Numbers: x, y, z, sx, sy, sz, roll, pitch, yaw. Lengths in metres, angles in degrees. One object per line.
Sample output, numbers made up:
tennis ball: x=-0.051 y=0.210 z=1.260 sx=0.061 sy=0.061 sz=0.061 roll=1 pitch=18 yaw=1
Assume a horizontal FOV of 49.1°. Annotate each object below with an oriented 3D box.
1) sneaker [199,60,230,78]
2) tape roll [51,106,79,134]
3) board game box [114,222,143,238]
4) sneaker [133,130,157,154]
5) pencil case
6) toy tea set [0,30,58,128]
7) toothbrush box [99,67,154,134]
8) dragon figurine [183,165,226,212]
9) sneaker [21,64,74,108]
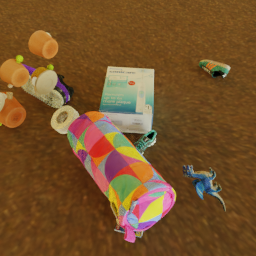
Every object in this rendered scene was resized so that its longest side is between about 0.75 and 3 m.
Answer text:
sneaker: x=2.798 y=-1.959 z=9.350 sx=1.143 sy=0.408 sz=0.457 roll=27 pitch=89 yaw=45
tape roll: x=-1.714 y=-0.229 z=7.620 sx=0.764 sy=0.267 sz=0.764 roll=-15 pitch=56 yaw=22
board game box: x=0.009 y=1.865 z=5.889 sx=0.756 sy=0.233 sz=0.756 roll=11 pitch=49 yaw=14
sneaker: x=0.364 y=0.383 z=7.080 sx=0.399 sy=0.470 sz=1.029 roll=39 pitch=58 yaw=12
pencil case: x=-0.286 y=0.829 z=6.004 sx=1.298 sy=1.298 sz=2.938 roll=-22 pitch=44 yaw=-20
toy tea set: x=-2.893 y=-1.298 z=7.313 sx=1.048 sy=1.684 sz=2.832 roll=33 pitch=74 yaw=22
toothbrush box: x=0.016 y=-0.837 z=7.990 sx=1.413 sy=0.823 sz=1.931 roll=5 pitch=47 yaw=3
dragon figurine: x=1.620 y=1.263 z=6.024 sx=0.641 sy=1.289 sz=0.379 roll=-23 pitch=13 yaw=3
sneaker: x=-2.516 y=-1.407 z=8.619 sx=2.007 sy=0.698 sz=0.998 roll=35 pitch=47 yaw=11
